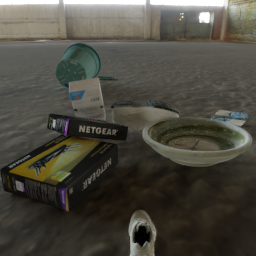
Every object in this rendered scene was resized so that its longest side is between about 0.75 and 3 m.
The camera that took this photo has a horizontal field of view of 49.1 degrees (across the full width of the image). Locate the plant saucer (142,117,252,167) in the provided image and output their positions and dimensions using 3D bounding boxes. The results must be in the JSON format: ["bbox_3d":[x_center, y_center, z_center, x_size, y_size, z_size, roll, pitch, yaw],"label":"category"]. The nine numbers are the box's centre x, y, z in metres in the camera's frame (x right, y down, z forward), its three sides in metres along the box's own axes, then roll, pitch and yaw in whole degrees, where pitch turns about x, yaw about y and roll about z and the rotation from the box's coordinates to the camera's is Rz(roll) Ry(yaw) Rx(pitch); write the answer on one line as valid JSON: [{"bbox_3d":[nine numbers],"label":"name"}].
[{"bbox_3d":[1.902,0.438,8.016,2.984,0.749,2.984,0,19,0],"label":"plant saucer"}]

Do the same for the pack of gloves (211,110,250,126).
[{"bbox_3d":[3.972,-0.318,10.916,1.316,0.260,1.105,12,34,39],"label":"pack of gloves"}]

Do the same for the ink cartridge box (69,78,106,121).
[{"bbox_3d":[-1.355,-0.810,9.637,1.015,1.752,0.584,-10,48,-4],"label":"ink cartridge box"}]

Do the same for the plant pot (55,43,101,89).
[{"bbox_3d":[-3.017,-3.486,16.386,2.408,2.408,2.359,3,29,7],"label":"plant pot"}]

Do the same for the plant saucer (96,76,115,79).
[{"bbox_3d":[-1.500,-3.366,18.797,1.192,0.113,0.417,1,21,6],"label":"plant saucer"}]

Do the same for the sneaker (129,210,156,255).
[{"bbox_3d":[0.265,1.777,4.828,0.512,0.623,1.354,0,21,-1],"label":"sneaker"}]

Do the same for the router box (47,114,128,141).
[{"bbox_3d":[-1.229,-0.021,8.542,2.011,0.513,1.500,7,4,-36],"label":"router box"}]

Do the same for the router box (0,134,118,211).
[{"bbox_3d":[-1.563,0.944,6.959,1.841,0.612,2.342,9,23,22],"label":"router box"}]

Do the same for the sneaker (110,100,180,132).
[{"bbox_3d":[0.592,-0.409,9.695,2.361,1.028,0.879,1,20,8],"label":"sneaker"}]
